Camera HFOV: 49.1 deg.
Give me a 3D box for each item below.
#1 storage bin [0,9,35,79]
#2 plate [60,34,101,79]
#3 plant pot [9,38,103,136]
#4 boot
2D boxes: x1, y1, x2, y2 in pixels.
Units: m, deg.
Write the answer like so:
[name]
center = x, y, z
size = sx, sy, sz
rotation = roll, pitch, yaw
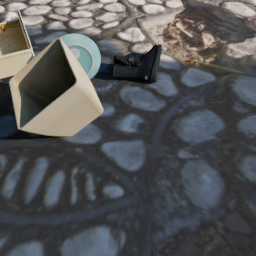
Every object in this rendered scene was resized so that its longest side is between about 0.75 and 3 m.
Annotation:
[storage bin]
center = -4.485, -2.791, 9.514
size = 2.256, 1.057, 2.239
rotation = -19, 64, -11
[plate]
center = -1.683, -2.114, 8.882
size = 1.690, 1.690, 0.216
rotation = -11, 37, -11
[plant pot]
center = -1.711, -0.813, 7.312
size = 1.833, 1.624, 1.835
rotation = -36, 53, 13
[boot]
center = 0.315, -2.381, 9.811
size = 1.619, 0.736, 1.927
rotation = 10, 51, 5
